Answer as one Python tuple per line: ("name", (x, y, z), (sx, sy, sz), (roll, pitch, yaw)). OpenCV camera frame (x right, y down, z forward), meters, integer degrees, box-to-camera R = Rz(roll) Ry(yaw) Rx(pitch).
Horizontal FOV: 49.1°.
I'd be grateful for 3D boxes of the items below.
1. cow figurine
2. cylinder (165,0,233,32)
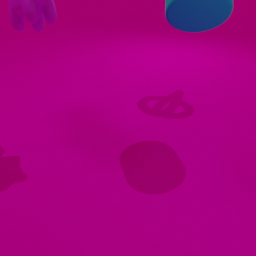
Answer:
("cow figurine", (-1.968, -2.622, 5.381), (0.806, 1.446, 1.469), (-14, 11, -38))
("cylinder", (1.361, -2.747, 5.453), (1.245, 1.245, 1.245), (2, 75, 3))
